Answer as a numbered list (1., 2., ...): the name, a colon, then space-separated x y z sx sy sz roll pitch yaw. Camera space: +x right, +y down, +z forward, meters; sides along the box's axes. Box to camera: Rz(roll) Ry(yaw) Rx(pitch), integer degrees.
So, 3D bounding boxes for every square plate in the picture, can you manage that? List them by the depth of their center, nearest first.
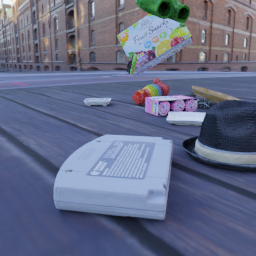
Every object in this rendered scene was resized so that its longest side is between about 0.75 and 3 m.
1. square plate: 2.263 -0.347 10.338 1.584 0.227 1.599 2 14 11

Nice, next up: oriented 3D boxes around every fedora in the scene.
1. fedora: 2.718 0.015 6.769 2.806 1.282 2.806 0 14 0

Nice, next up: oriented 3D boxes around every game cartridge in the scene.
1. game cartridge: -0.151 0.759 5.425 1.956 0.594 2.933 6 15 10

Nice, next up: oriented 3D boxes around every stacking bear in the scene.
1. stacking bear: 1.037 -1.691 14.148 1.804 1.026 1.095 -23 51 -33

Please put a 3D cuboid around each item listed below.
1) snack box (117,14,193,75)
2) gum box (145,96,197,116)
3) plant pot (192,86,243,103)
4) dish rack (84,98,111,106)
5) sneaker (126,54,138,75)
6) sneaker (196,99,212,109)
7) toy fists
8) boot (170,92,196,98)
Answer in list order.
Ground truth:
1. snack box: 1.103 -3.754 11.767 2.655 1.888 0.703 -29 -16 15
2. gum box: 1.852 -0.970 11.871 1.975 0.653 1.121 -6 14 -24
3. plant pot: 4.290 -1.467 13.434 2.614 0.359 2.614 14 15 -4
4. dish rack: -1.500 -1.287 13.926 1.280 0.279 1.098 1 15 2
5. sneaker: 0.103 -2.200 9.679 0.337 0.804 0.309 35 45 15
6. sneaker: 3.392 -1.160 13.120 1.129 0.441 0.510 9 15 34
7. toy fists: 1.117 -4.002 9.100 1.086 0.733 2.131 35 31 30
8. boot: 2.257 -1.327 13.365 1.595 0.636 1.754 -8 2 29
